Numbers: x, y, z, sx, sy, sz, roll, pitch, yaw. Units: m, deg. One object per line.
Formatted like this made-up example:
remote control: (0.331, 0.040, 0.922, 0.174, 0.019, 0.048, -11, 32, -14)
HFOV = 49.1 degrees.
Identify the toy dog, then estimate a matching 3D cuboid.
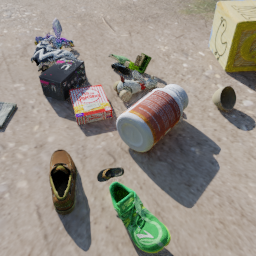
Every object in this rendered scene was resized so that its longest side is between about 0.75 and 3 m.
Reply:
toy dog: (0.325, -2.173, 13.170, 1.478, 1.079, 2.240, 31, 51, 29)

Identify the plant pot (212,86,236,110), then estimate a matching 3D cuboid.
plant pot: (4.179, -1.315, 12.440, 1.057, 1.057, 0.710, -27, 17, -26)

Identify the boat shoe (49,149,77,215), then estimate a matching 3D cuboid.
boat shoe: (-2.154, 1.541, 9.340, 0.923, 0.872, 2.564, -12, 44, -12)

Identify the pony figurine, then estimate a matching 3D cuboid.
pony figurine: (-4.272, -5.041, 16.147, 2.021, 1.683, 1.950, -32, 84, -34)

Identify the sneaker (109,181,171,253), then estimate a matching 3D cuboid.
sneaker: (0.150, 2.466, 7.928, 0.959, 1.082, 2.590, -42, 41, -10)

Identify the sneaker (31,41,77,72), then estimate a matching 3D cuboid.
sneaker: (-3.929, -3.394, 14.666, 2.497, 0.997, 1.625, 28, 67, 0)

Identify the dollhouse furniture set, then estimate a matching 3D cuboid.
dollhouse furniture set: (0.075, -3.697, 14.574, 1.847, 0.927, 1.210, 36, 19, 34)

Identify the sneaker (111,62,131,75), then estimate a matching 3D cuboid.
sneaker: (-0.264, -3.192, 14.715, 1.262, 0.468, 0.559, 32, 54, 29)

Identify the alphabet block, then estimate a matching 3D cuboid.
alphabet block: (6.272, -4.949, 14.930, 2.828, 2.813, 2.880, -6, 42, -3)

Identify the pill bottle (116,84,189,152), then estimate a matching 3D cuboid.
pill bottle: (1.084, -0.518, 10.973, 1.669, 1.669, 2.975, 30, 51, 28)

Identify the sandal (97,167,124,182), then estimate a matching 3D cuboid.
sandal: (-0.580, 1.452, 8.763, 0.968, 0.395, 0.264, -15, -7, 23)

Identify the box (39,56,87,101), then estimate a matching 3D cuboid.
box: (-3.061, -2.407, 13.410, 1.261, 1.094, 2.063, 17, 46, 17)

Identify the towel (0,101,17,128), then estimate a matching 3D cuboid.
towel: (-5.878, -0.646, 12.121, 1.602, 0.287, 1.664, 4, 42, 4)

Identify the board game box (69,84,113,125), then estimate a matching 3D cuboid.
board game box: (-1.687, -1.085, 12.447, 1.541, 0.471, 2.035, -13, 44, -13)
